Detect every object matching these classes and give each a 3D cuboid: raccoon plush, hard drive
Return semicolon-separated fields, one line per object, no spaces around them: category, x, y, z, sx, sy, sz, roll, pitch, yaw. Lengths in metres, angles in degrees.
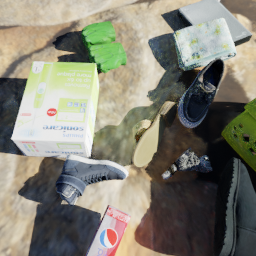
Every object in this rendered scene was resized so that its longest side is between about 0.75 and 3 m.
raccoon plush;1.788;1.244;8.252;0.922;0.665;1.375;45;98;7
hard drive;3.428;-4.138;11.258;1.806;0.426;2.589;-23;63;-13

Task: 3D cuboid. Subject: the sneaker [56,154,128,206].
sneaker;-1.053;1.544;7.755;1.932;0.735;1.396;7;49;15

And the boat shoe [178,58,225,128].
boat shoe;2.536;-1.253;9.249;0.974;0.923;2.785;34;63;4

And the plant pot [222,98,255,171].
plant pot;4.409;-0.051;8.045;2.164;1.964;2.153;-31;64;-17

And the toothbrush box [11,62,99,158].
toothbrush box;-2.102;-0.606;8.778;2.085;1.233;2.864;3;62;2

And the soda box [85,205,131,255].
soda box;-0.612;2.920;6.807;0.627;0.692;1.977;25;75;0

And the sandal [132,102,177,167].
sandal;0.579;0.123;8.732;0.863;0.962;2.623;12;50;36

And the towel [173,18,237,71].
towel;2.742;-3.093;10.276;2.012;0.484;1.722;-13;67;12

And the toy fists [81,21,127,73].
toy fists;-0.987;-3.022;10.417;1.239;0.836;2.431;-12;59;-15

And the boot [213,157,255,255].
boot;3.541;2.337;7.204;2.381;1.082;2.834;17;54;3
